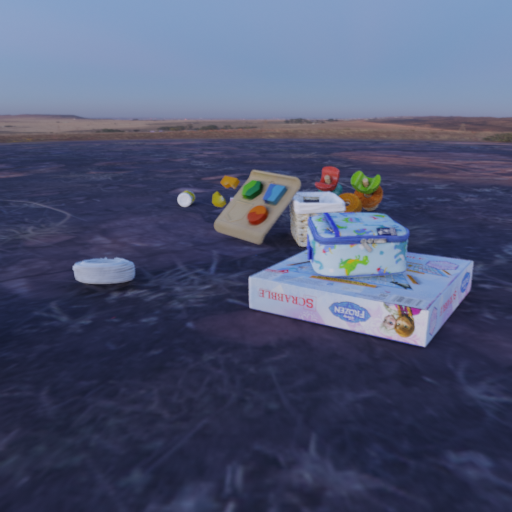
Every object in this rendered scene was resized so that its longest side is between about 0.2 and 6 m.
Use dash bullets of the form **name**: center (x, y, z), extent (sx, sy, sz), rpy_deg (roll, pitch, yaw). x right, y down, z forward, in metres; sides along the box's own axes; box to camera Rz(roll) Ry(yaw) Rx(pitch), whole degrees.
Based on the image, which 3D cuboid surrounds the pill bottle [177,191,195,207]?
- **pill bottle**: center (-2.163, -1.807, 17.543), extent (0.442, 0.442, 0.790), rpy_deg (2, 15, 6)

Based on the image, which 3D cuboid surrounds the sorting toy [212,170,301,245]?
- **sorting toy**: center (-0.277, -1.274, 13.039), extent (2.381, 1.774, 0.319), rpy_deg (18, -21, 43)

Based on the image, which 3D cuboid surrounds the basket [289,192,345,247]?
- **basket**: center (1.367, -0.872, 13.038), extent (1.126, 1.025, 1.661), rpy_deg (-1, 14, -3)

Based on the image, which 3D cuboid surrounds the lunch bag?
- **lunch bag**: center (1.547, -0.222, 8.982), extent (1.506, 0.772, 1.873), rpy_deg (-2, 15, 3)

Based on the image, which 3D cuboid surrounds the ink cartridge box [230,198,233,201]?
- **ink cartridge box**: center (-0.171, -1.697, 17.534), extent (1.170, 0.245, 0.698), rpy_deg (10, 18, 43)

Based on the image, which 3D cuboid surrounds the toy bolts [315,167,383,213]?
- **toy bolts**: center (2.587, -1.590, 16.332), extent (1.863, 1.292, 1.779), rpy_deg (21, 64, 30)

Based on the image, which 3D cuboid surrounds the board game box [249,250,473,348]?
- **board game box**: center (1.762, 0.456, 9.017), extent (2.769, 0.570, 2.763), rpy_deg (10, 18, 31)

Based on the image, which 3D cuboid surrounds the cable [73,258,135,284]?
- **cable**: center (-2.666, 0.269, 9.817), extent (1.052, 0.364, 1.052), rpy_deg (-5, 8, -44)
